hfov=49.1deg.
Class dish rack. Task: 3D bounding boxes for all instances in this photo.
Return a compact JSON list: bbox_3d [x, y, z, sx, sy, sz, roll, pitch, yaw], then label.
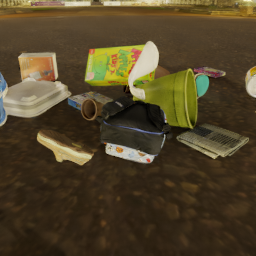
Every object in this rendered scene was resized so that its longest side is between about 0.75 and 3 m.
[{"bbox_3d":[-4.045,-1.401,11.484,2.546,0.646,2.967,9,27,19],"label":"dish rack"}]

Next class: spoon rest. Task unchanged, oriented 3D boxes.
[{"bbox_3d":[0.493,-1.880,8.966,0.644,1.056,2.126,9,57,17],"label":"spoon rest"}]

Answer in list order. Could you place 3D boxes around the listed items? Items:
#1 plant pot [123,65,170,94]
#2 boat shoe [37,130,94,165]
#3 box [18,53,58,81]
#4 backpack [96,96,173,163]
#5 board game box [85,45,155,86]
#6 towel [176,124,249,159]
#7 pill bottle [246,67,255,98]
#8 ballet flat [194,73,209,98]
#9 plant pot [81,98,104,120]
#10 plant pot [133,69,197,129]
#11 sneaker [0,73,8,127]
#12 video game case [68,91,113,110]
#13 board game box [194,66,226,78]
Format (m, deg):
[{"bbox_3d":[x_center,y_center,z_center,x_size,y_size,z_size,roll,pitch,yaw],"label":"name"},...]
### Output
[{"bbox_3d":[0.843,-2.190,12.199,1.810,1.692,1.692,9,26,-9],"label":"plant pot"},{"bbox_3d":[-1.336,0.483,5.788,1.331,0.507,0.477,30,15,-38],"label":"boat shoe"},{"bbox_3d":[-4.448,-3.051,13.998,1.639,1.248,0.872,-3,27,-4],"label":"box"},{"bbox_3d":[0.227,-0.020,7.805,1.953,1.505,1.860,17,34,4],"label":"backpack"},{"bbox_3d":[-0.298,-2.407,10.919,2.693,1.368,0.641,3,-11,24],"label":"board game box"},{"bbox_3d":[2.574,0.369,8.479,1.564,0.281,1.625,-20,31,-39],"label":"towel"},{"bbox_3d":[5.777,-2.107,12.340,1.095,1.095,1.941,9,28,17],"label":"pill bottle"},{"bbox_3d":[2.442,-1.571,11.463,0.934,1.011,2.997,5,26,32],"label":"ballet flat"},{"bbox_3d":[-1.178,-0.683,10.054,0.779,0.779,0.679,21,17,35],"label":"plant pot"},{"bbox_3d":[1.233,-0.907,9.446,1.858,1.930,1.930,-3,24,23],"label":"plant pot"},{"bbox_3d":[-4.852,-1.114,9.693,1.080,1.226,2.750,-9,53,-11],"label":"sneaker"},{"bbox_3d":[-1.481,-1.032,11.077,1.232,0.309,1.359,-23,35,-37],"label":"video game case"},{"bbox_3d":[4.417,-3.053,15.184,0.881,0.237,1.469,-22,35,-29],"label":"board game box"}]
